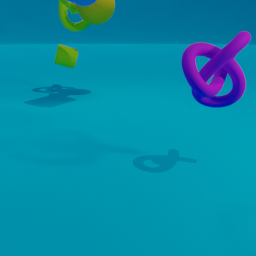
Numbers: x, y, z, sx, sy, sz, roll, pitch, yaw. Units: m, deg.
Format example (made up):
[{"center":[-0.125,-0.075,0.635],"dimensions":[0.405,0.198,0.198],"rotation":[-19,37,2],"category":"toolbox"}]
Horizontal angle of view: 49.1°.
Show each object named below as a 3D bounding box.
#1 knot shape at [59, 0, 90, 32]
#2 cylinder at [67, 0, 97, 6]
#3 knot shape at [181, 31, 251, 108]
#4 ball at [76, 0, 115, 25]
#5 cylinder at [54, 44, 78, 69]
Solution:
[{"center":[-2.089,-4.565,10.426],"dimensions":[0.927,1.877,2.006],"rotation":[-12,26,27],"category":"knot shape"},{"center":[-1.515,-4.188,7.667],"dimensions":[1.337,1.337,1.337],"rotation":[9,13,25],"category":"cylinder"},{"center":[1.263,-0.849,4.154],"dimensions":[1.169,1.249,0.577],"rotation":[-4,29,-33],"category":"knot shape"},{"center":[-1.128,-4.295,9.707],"dimensions":[1.356,1.356,1.356],"rotation":[0,18,0],"category":"ball"},{"center":[-2.263,-2.620,10.273],"dimensions":[0.723,0.723,0.723],"rotation":[12,14,-20],"category":"cylinder"}]
